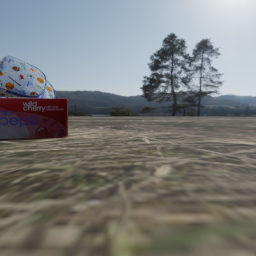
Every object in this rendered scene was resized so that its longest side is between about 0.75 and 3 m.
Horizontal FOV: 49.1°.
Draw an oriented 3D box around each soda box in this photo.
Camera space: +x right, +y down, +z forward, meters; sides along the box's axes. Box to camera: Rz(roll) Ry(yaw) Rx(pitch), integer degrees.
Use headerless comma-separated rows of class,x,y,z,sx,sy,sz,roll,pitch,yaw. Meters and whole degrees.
soda box,-2.062,-0.168,4.526,2.084,0.661,0.729,-2,4,-23

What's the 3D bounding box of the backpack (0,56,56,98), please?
backpack,-2.656,-0.842,6.940,1.658,1.741,1.341,24,-43,-29
